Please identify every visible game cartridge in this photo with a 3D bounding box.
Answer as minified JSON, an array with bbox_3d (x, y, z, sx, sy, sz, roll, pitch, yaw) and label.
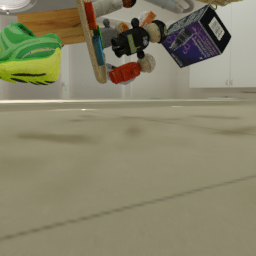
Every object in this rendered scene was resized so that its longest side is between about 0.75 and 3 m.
[{"bbox_3d":[-0.503,-2.166,11.425,1.419,0.287,0.946,17,-21,-28],"label":"game cartridge"}]

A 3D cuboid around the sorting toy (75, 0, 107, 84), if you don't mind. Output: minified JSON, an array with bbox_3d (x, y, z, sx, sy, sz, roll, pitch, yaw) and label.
[{"bbox_3d":[-0.853,-2.526,6.721,0.368,2.047,2.748,-14,36,4],"label":"sorting toy"}]

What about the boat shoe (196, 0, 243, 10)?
[{"bbox_3d":[1.916,-3.278,6.370,2.561,0.939,0.803,-11,-9,-46],"label":"boat shoe"}]

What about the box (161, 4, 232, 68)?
[{"bbox_3d":[2.540,-3.430,10.757,1.571,1.108,2.123,44,-27,-22],"label":"box"}]

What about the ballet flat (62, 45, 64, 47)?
[{"bbox_3d":[-3.175,-3.700,10.840,1.834,0.670,0.670,40,28,26],"label":"ballet flat"}]

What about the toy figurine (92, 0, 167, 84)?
[{"bbox_3d":[-0.087,-3.092,9.482,1.818,2.572,2.613,-26,-18,-15],"label":"toy figurine"}]

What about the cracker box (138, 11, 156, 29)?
[{"bbox_3d":[0.542,-3.669,9.619,0.271,0.628,0.938,33,8,-27],"label":"cracker box"}]

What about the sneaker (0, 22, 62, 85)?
[{"bbox_3d":[-2.469,-1.610,5.982,2.724,1.138,1.009,12,-12,23],"label":"sneaker"}]

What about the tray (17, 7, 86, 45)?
[{"bbox_3d":[-2.390,-3.332,9.316,2.276,1.122,0.421,-12,-9,-14],"label":"tray"}]
